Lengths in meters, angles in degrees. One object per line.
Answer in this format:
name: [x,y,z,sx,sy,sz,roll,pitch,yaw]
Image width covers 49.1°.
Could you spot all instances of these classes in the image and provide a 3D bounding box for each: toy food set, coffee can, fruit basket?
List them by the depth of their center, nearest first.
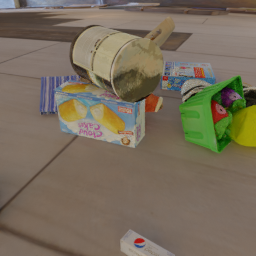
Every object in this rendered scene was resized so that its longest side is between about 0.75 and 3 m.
coffee can: [-0.388,-1.898,8.001,1.702,1.702,2.325,-20,35,-31]
fruit basket: [3.270,-0.376,8.533,2.796,2.017,2.796,-13,18,4]
toy food set: [0.667,-2.855,9.464,1.456,0.613,2.029,-43,3,-7]

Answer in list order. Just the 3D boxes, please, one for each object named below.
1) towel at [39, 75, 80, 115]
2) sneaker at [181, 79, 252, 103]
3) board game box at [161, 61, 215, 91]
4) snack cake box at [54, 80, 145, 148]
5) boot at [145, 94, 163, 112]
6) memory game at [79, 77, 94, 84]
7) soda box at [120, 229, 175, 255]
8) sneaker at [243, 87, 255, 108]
towel: [-2.041,-1.418,11.000,2.769,0.330,2.005,-5,53,-8]
sneaker: [3.439,-1.125,10.797,2.777,1.050,1.217,3,44,13]
board game box: [2.779,-2.481,13.290,2.335,0.666,2.385,5,30,8]
snack cake box: [-0.856,-0.476,8.813,2.703,1.554,0.908,11,33,20]
boot: [0.629,-0.784,9.626,1.094,0.766,2.040,19,-6,2]
memory game: [-1.033,-1.230,10.659,2.667,0.170,2.667,2,51,-2]
soda box: [0.345,2.288,5.130,0.996,0.339,0.317,20,35,32]
sneaker: [4.887,-0.562,9.411,2.909,1.168,1.256,13,33,23]
